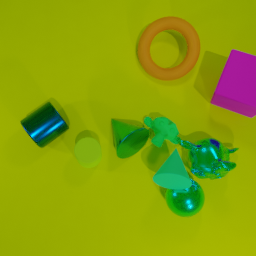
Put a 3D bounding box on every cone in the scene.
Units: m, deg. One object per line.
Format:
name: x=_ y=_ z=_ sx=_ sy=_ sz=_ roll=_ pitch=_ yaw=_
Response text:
cone: x=1.174 y=0.931 z=7.131 sx=0.957 sy=0.957 sz=0.961 roll=12 pitch=58 yaw=2
cone: x=-0.173 y=0.090 z=8.142 sx=1.139 sy=1.139 sz=1.144 roll=-39 pitch=59 yaw=-7

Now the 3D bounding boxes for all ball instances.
ball: x=1.541 y=1.872 z=7.600 sx=1.058 sy=1.058 sz=1.058 roll=0 pitch=80 yaw=0

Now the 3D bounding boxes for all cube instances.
cube: x=3.188 y=-1.185 z=7.782 sx=1.294 sy=1.294 sz=1.294 roll=22 pitch=87 yaw=13

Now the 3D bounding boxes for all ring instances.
ring: x=1.209 y=-2.367 z=8.404 sx=1.876 sy=0.375 sz=1.876 roll=2 pitch=99 yaw=15

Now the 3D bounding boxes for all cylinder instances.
cylinder: x=-2.348 y=-0.088 z=7.962 sx=0.986 sy=0.986 sz=0.986 roll=-37 pitch=82 yaw=-10
cylinder: x=-1.116 y=0.708 z=7.929 sx=0.737 sy=0.737 sz=0.737 roll=1 pitch=72 yaw=-4

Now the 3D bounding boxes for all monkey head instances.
monkey head: x=2.332 y=0.765 z=7.615 sx=1.889 sy=1.359 sz=1.138 roll=8 pitch=69 yaw=-15
monkey head: x=0.975 y=0.138 z=8.060 sx=1.284 sy=0.774 sz=0.924 roll=34 pitch=79 yaw=1
